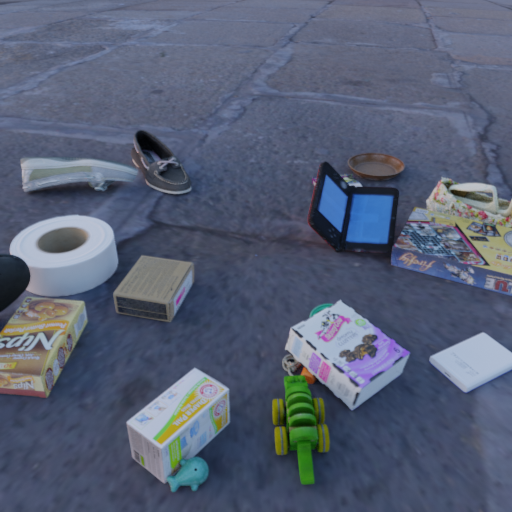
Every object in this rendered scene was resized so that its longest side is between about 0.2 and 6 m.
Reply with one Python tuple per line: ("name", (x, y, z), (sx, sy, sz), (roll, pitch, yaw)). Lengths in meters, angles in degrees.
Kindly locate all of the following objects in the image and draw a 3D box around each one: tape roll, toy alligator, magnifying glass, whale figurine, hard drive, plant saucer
("tape roll", (-3.521, -0.044, 10.366), (1.846, 0.646, 1.846), (-1, 33, 0))
("toy alligator", (0.551, 1.907, 7.417), (0.663, 0.606, 2.235), (-1, 33, -2))
("magnifying glass", (1.035, 1.317, 8.698), (0.689, 0.194, 1.730), (15, 38, 15))
("whale figurine", (-0.806, 2.595, 6.640), (0.500, 0.259, 0.398), (-21, 69, -20))
("hard drive", (3.259, 1.573, 8.351), (1.112, 0.141, 0.734), (-17, 37, -24))
("plant saucer", (2.990, -2.202, 14.021), (1.391, 0.254, 1.391), (0, 34, 0))

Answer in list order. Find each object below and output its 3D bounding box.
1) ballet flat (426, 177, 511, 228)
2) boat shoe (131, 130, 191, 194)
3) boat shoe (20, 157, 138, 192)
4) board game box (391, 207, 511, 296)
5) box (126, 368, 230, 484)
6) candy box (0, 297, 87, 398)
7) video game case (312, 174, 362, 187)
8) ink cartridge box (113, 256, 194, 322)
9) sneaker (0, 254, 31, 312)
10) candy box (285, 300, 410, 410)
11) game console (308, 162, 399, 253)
("ballet flat", (4.962, -0.942, 11.493), (2.885, 0.922, 1.091), (15, 38, 21))
("boat shoe", (-2.423, -2.327, 13.725), (0.909, 0.774, 2.718), (-18, 37, -26))
("boat shoe", (-4.109, -1.862, 13.085), (2.651, 0.850, 0.977), (1, 10, -7))
("board game box", (4.044, -0.107, 10.640), (2.563, 0.443, 1.736), (16, 36, 22))
("box", (-0.943, 2.098, 7.061), (0.613, 0.681, 1.210), (24, 39, 31))
("candy box", (-3.315, 1.321, 8.428), (0.979, 0.469, 1.696), (4, 33, 4))
("video game case", (1.930, -1.639, 13.219), (1.022, 0.183, 0.927), (-6, 34, -9))
("ink cartridge box", (-1.728, 0.541, 9.633), (1.003, 0.457, 1.218), (9, 34, 11))
("sneaker", (-4.670, 1.106, 8.247), (3.116, 1.155, 1.379), (-32, 44, -26))
("candy box", (1.304, 1.384, 8.123), (1.141, 0.486, 1.360), (-24, 49, -36))
("game console", (1.930, -0.994, 10.988), (1.018, 1.478, 1.715), (-20, 41, 40))
